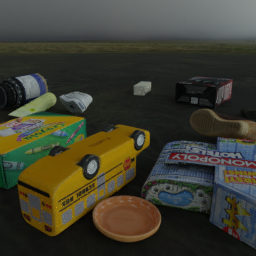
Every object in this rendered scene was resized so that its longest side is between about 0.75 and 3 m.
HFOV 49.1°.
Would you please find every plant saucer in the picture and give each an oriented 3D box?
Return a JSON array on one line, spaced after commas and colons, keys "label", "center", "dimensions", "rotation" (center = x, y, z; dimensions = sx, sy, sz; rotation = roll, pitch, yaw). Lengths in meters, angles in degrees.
[{"label": "plant saucer", "center": [-0.023, 1.561, 4.815], "dimensions": [1.167, 0.218, 1.167], "rotation": [3, 18, -1]}]

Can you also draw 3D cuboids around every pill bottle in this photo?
[{"label": "pill bottle", "center": [-4.840, -1.676, 12.655], "dimensions": [1.351, 1.351, 2.415], "rotation": [10, 22, 27]}]

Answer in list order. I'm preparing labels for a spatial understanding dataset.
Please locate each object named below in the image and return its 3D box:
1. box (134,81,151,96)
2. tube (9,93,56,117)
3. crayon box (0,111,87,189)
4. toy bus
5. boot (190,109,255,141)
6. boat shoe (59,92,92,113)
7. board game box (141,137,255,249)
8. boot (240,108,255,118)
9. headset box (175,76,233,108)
[{"label": "box", "center": [0.810, -2.206, 15.515], "dimensions": [0.619, 0.516, 1.508], "rotation": [7, 20, 19]}, {"label": "tube", "center": [-3.756, -0.865, 11.512], "dimensions": [0.706, 0.631, 2.432], "rotation": [-30, 12, 24]}, {"label": "crayon box", "center": [-2.635, 0.383, 7.327], "dimensions": [1.746, 0.856, 2.939], "rotation": [9, 21, 26]}, {"label": "toy bus", "center": [-0.668, 0.799, 5.662], "dimensions": [0.956, 1.150, 2.936], "rotation": [11, 21, 33]}, {"label": "boot", "center": [3.219, 0.054, 8.636], "dimensions": [1.856, 0.807, 2.231], "rotation": [14, 4, -33]}, {"label": "boat shoe", "center": [-2.076, -1.080, 11.308], "dimensions": [0.719, 0.809, 2.199], "rotation": [-41, 31, -19]}, {"label": "board game box", "center": [1.756, 1.001, 5.551], "dimensions": [2.751, 0.848, 2.749], "rotation": [6, 19, 17]}, {"label": "boot", "center": [5.149, -0.665, 11.196], "dimensions": [1.115, 0.432, 0.771], "rotation": [2, 14, 2]}, {"label": "headset box", "center": [3.755, -1.823, 13.599], "dimensions": [1.980, 1.027, 2.660], "rotation": [13, 24, 34]}]
